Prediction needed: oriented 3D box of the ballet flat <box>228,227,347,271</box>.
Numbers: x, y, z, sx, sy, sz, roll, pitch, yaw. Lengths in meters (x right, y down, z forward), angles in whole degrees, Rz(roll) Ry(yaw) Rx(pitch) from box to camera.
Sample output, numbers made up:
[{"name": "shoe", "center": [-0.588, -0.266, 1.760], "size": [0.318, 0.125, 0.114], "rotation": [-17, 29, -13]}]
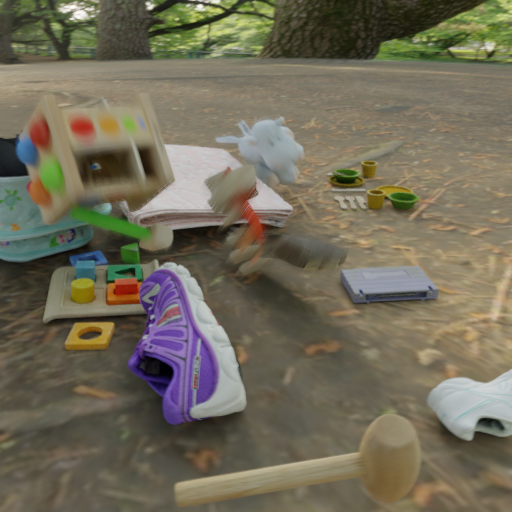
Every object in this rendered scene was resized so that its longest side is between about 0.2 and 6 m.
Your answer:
[{"name": "ballet flat", "center": [0.436, -0.038, 9.894], "size": [0.979, 0.674, 2.906], "rotation": [9, 2, -40]}]

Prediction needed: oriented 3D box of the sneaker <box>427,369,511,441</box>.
[{"name": "sneaker", "center": [3.043, 1.810, 6.778], "size": [1.808, 0.636, 0.725], "rotation": [-11, 35, -9]}]

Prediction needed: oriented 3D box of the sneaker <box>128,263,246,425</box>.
[{"name": "sneaker", "center": [-1.202, 1.081, 7.623], "size": [1.259, 1.217, 3.018], "rotation": [-15, 29, -18]}]

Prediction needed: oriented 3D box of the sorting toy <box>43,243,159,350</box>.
[{"name": "sorting toy", "center": [-2.623, 0.473, 9.699], "size": [1.941, 0.470, 3.448], "rotation": [-6, 26, -12]}]

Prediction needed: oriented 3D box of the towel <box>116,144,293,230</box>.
[{"name": "towel", "center": [-1.644, -1.673, 13.015], "size": [3.750, 0.633, 3.927], "rotation": [-2, 31, -30]}]

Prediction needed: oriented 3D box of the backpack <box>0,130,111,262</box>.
[{"name": "backpack", "center": [-4.406, -1.231, 11.101], "size": [2.761, 2.342, 3.110], "rotation": [-18, 23, -36]}]

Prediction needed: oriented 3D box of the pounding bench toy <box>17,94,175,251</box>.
[{"name": "pounding bench toy", "center": [-2.616, -1.151, 9.262], "size": [1.984, 2.544, 1.580], "rotation": [-15, -5, -38]}]

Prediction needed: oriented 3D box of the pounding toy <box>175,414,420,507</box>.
[{"name": "pounding toy", "center": [0.131, 2.645, 3.805], "size": [1.806, 1.800, 3.149], "rotation": [23, 52, 40]}]

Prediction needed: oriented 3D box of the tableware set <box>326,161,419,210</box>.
[{"name": "tableware set", "center": [3.060, -1.938, 14.902], "size": [2.124, 0.484, 3.153], "rotation": [0, 24, 0]}]

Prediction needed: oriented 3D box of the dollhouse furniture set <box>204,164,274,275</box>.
[{"name": "dollhouse furniture set", "center": [-0.152, -0.709, 8.674], "size": [0.770, 1.479, 1.495], "rotation": [-18, 57, 11]}]

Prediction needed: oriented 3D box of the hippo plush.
[{"name": "hippo plush", "center": [0.433, -2.893, 14.212], "size": [1.756, 2.204, 1.772], "rotation": [-39, 0, -17]}]

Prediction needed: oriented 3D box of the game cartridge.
[{"name": "game cartridge", "center": [2.325, 0.499, 9.925], "size": [1.496, 0.287, 0.970], "rotation": [-3, 21, -5]}]
